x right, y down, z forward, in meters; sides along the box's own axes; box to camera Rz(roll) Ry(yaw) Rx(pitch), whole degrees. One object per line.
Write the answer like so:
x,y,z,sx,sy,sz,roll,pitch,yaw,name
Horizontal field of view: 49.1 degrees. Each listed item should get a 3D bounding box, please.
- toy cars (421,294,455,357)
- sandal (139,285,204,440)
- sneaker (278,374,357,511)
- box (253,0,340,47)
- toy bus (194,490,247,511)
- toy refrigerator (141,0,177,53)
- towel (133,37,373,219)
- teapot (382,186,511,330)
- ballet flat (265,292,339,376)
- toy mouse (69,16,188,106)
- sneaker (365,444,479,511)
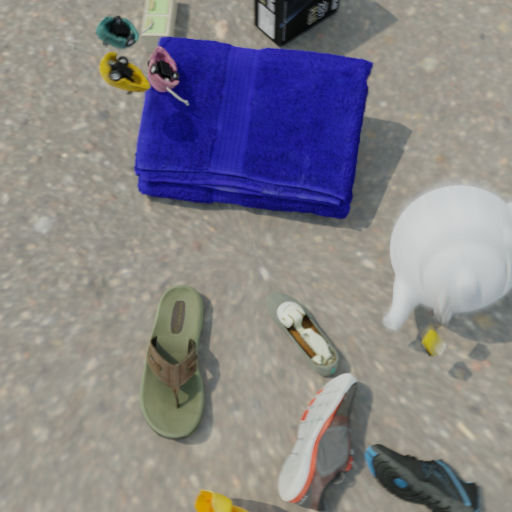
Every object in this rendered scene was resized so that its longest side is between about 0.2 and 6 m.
2.589,1.021,7.839,0.255,1.150,0.515,30,37,35,toy cars
-1.317,1.561,8.701,0.991,0.712,2.495,-2,64,-1,sandal
1.083,2.748,8.254,0.837,0.788,2.045,34,71,-10,sneaker
0.869,-5.658,11.366,1.745,2.131,0.918,-37,70,-16,box
-0.138,4.406,6.996,2.246,1.588,2.340,19,62,-6,toy bus
-2.065,-5.111,11.997,0.577,0.532,1.520,1,65,0,toy refrigerator
-0.088,-2.271,9.818,3.935,0.975,2.906,8,93,4,towel
3.024,0.037,8.229,2.084,2.112,1.542,6,26,7,teapot
0.756,1.159,8.994,0.567,0.536,1.683,-33,68,-14,ballet flat
-1.942,-3.228,9.100,2.036,0.394,1.810,27,47,-29,toy mouse
2.380,3.203,8.074,1.710,0.626,0.700,32,48,11,sneaker
